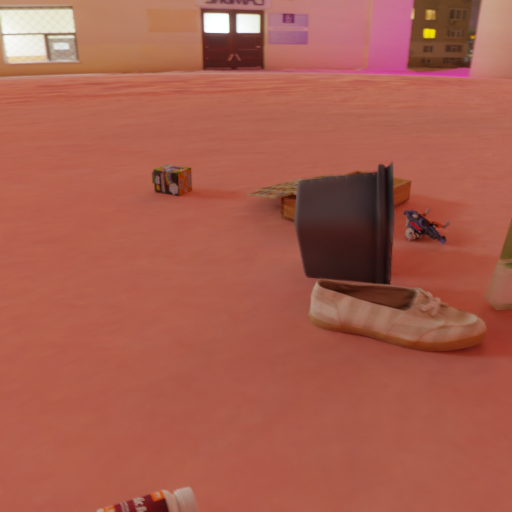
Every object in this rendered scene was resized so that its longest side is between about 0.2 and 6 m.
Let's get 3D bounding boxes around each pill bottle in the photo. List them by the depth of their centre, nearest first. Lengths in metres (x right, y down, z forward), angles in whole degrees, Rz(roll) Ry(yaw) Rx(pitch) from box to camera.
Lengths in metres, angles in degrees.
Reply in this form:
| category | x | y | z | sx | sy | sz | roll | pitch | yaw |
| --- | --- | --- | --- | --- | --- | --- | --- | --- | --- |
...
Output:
| category | x | y | z | sx | sy | sz | roll | pitch | yaw |
| --- | --- | --- | --- | --- | --- | --- | --- | --- | --- |
| pill bottle | -0.951 | 2.375 | 4.956 | 0.842 | 0.480 | 0.480 | -9 | 25 | -21 |

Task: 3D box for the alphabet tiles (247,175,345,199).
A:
| category | x | y | z | sx | sy | sz | roll | pitch | yaw |
| --- | --- | --- | --- | --- | --- | --- | --- | --- | --- |
| alphabet tiles | 1.099 | -1.694 | 13.623 | 2.211 | 0.084 | 2.657 | -17 | 14 | -19 |

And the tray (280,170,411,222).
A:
| category | x | y | z | sx | sy | sz | roll | pitch | yaw |
| --- | --- | --- | --- | --- | --- | --- | --- | --- | --- |
| tray | 2.246 | -1.379 | 13.638 | 1.613 | 0.606 | 3.271 | 19 | 31 | 38 |

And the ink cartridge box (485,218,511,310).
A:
| category | x | y | z | sx | sy | sz | roll | pitch | yaw |
| --- | --- | --- | --- | --- | --- | --- | --- | --- | --- |
| ink cartridge box | 4.360 | 0.092 | 8.879 | 1.106 | 1.520 | 0.364 | -4 | 31 | -19 |

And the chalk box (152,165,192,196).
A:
| category | x | y | z | sx | sy | sz | roll | pitch | yaw |
| --- | --- | --- | --- | --- | --- | --- | --- | --- | --- |
| chalk box | -2.345 | -2.063 | 15.136 | 1.055 | 0.659 | 0.654 | 13 | 26 | 26 |

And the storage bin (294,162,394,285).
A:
| category | x | y | z | sx | sy | sz | roll | pitch | yaw |
| --- | --- | --- | --- | --- | --- | --- | --- | --- | --- |
| storage bin | 1.436 | -0.490 | 8.986 | 1.454 | 2.165 | 1.575 | 1 | 60 | 11 |

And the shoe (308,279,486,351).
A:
| category | x | y | z | sx | sy | sz | roll | pitch | yaw |
| --- | --- | --- | --- | --- | --- | --- | --- | --- | --- |
| shoe | 2.058 | 0.830 | 8.299 | 2.595 | 0.693 | 0.907 | 6 | 24 | 15 |

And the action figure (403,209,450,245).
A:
| category | x | y | z | sx | sy | sz | roll | pitch | yaw |
| --- | --- | --- | --- | --- | --- | --- | --- | --- | --- |
| action figure | 3.651 | -0.543 | 12.010 | 1.065 | 0.576 | 1.101 | -23 | 58 | -29 |
